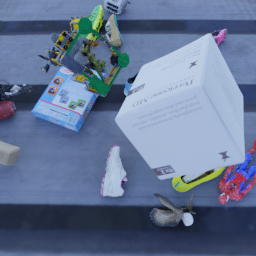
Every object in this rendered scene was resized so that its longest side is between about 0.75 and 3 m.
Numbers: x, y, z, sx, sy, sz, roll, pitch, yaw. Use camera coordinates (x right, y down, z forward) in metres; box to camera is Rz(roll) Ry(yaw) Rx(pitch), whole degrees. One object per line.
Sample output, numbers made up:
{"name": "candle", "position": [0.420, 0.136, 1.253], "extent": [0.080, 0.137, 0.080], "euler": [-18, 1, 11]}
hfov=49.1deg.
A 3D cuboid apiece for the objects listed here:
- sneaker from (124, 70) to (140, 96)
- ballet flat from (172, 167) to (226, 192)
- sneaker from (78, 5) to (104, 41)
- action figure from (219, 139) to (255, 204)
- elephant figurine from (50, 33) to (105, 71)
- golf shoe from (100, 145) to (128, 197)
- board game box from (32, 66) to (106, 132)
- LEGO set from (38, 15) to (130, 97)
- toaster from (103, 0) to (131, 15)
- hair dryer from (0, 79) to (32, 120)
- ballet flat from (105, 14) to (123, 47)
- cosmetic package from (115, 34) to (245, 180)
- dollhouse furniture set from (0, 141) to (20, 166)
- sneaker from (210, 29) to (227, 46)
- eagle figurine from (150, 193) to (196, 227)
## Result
{"name": "sneaker", "position": [0.921, -2.100, 12.023], "extent": [2.344, 1.054, 0.919], "euler": [-29, 58, -20]}
{"name": "ballet flat", "position": [2.581, 1.399, 9.531], "extent": [2.416, 0.810, 0.807], "euler": [-26, 64, -19]}
{"name": "sneaker", "position": [-1.968, -5.532, 14.625], "extent": [1.179, 1.045, 2.822], "euler": [11, 54, 3]}
{"name": "action figure", "position": [3.971, 1.500, 9.569], "extent": [0.967, 0.764, 2.956], "euler": [38, 64, 22]}
{"name": "elephant figurine", "position": [-2.127, -3.245, 12.206], "extent": [1.514, 2.140, 1.660], "euler": [35, 60, 23]}
{"name": "golf shoe", "position": [-0.399, 1.489, 9.630], "extent": [0.851, 0.701, 1.860], "euler": [11, 61, -2]}
{"name": "board game box", "position": [-2.358, -1.373, 11.542], "extent": [2.045, 0.495, 2.703], "euler": [19, 67, 14]}
{"name": "LEGO set", "position": [-1.448, -2.325, 9.307], "extent": [1.563, 2.698, 2.074], "euler": [24, 90, 49]}
{"name": "toaster", "position": [-0.679, -7.077, 15.907], "extent": [1.452, 0.825, 0.938], "euler": [27, 60, 2]}
{"name": "hair dryer", "position": [-5.361, -0.993, 11.591], "extent": [2.004, 0.715, 2.632], "euler": [11, 45, 24]}
{"name": "ballet flat", "position": [-0.821, -5.060, 14.451], "extent": [0.748, 0.814, 2.373], "euler": [-14, 53, 1]}
{"name": "cosmetic package", "position": [1.614, -0.573, 7.838], "extent": [2.424, 2.426, 2.941], "euler": [-20, 29, 33]}
{"name": "dollhouse furniture set", "position": [-5.379, 0.891, 10.331], "extent": [2.597, 2.058, 1.843], "euler": [21, 10, -11]}
{"name": "sneaker", "position": [4.336, -4.555, 14.257], "extent": [1.616, 0.638, 0.771], "euler": [-37, 45, -28]}
{"name": "eagle figurine", "position": [1.372, 2.553, 8.711], "extent": [1.268, 0.957, 0.962], "euler": [5, 63, -9]}
